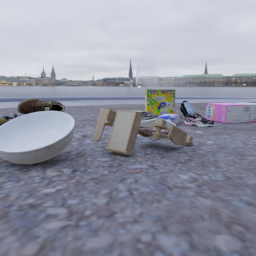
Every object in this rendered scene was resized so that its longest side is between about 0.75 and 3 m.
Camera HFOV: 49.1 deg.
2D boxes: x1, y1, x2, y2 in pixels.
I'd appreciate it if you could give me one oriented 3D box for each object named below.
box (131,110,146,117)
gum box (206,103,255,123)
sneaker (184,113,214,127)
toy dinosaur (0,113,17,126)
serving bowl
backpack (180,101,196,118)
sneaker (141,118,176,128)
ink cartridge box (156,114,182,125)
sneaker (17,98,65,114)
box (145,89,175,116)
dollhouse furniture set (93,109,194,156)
[{"bbox_3d":[0.443,-0.846,16.305,0.960,0.293,1.212,-2,8,-13],"label":"box"},{"bbox_3d":[5.449,-0.802,13.958,2.643,0.874,1.500,-3,9,-20],"label":"gum box"},{"bbox_3d":[3.057,-0.365,12.114,1.289,0.557,0.518,5,11,26],"label":"sneaker"},{"bbox_3d":[-5.291,-0.140,11.441,1.501,0.869,1.654,-8,-29,16],"label":"toy dinosaur"},{"bbox_3d":[-2.151,0.279,6.595,1.886,0.620,1.886,-4,29,2],"label":"serving bowl"},{"bbox_3d":[3.160,-0.886,14.785,0.698,0.741,0.908,3,43,-6],"label":"backpack"},{"bbox_3d":[1.064,-0.111,10.146,1.697,0.600,0.842,0,12,33],"label":"sneaker"},{"bbox_3d":[1.904,-0.386,12.834,0.818,0.385,1.739,3,9,22],"label":"ink cartridge box"},{"bbox_3d":[-5.162,-1.280,16.955,2.802,0.987,1.058,-7,14,-37],"label":"sneaker"},{"bbox_3d":[1.846,-1.481,16.253,1.620,1.560,0.988,0,8,-2],"label":"box"},{"bbox_3d":[0.424,0.378,7.801,1.897,1.086,2.224,9,-12,41],"label":"dollhouse furniture set"}]
